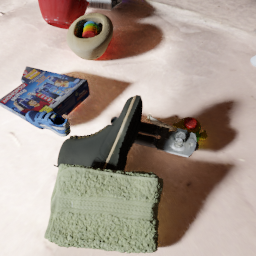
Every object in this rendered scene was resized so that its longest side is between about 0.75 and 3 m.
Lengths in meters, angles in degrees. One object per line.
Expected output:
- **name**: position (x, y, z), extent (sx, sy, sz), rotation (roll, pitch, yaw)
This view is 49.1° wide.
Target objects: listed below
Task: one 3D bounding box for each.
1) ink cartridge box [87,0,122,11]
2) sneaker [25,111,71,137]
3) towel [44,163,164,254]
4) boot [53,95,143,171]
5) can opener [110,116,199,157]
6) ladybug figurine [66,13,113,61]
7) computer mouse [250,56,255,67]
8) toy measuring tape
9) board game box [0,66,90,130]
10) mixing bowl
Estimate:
- **ink cartridge box**: position (-1.788, -6.503, 13.763), extent (2.856, 0.625, 2.883), rotation (11, 36, 9)
- **sneaker**: position (-2.143, -0.230, 7.581), extent (1.299, 0.534, 0.480), rotation (19, 52, 1)
- **towel**: position (-0.513, 1.818, 6.304), extent (2.528, 0.461, 1.876), rotation (6, 78, 2)
- **boot**: position (-0.785, 0.152, 7.493), extent (1.821, 1.020, 2.633), rotation (16, 71, 20)
- **can opener**: position (0.706, 0.289, 8.089), extent (2.614, 0.874, 0.697), rotation (12, 75, 21)
- **ladybug figurine**: position (-1.443, -3.606, 11.105), extent (1.838, 0.974, 2.708), rotation (-2, 50, 8)
- **computer mouse**: position (5.676, -2.562, 10.623), extent (1.917, 0.420, 1.051), rotation (4, 50, 4)
- **toy measuring tape**: position (1.514, -0.131, 8.380), extent (1.845, 0.679, 0.679), rotation (24, 53, 19)
- **board game box**: position (-2.869, -1.091, 9.146), extent (2.289, 0.706, 2.290), rotation (26, 54, 23)
- **mixing bowl**: position (-2.821, -4.936, 11.914), extent (2.204, 1.194, 2.204), rotation (10, 8, -1)
